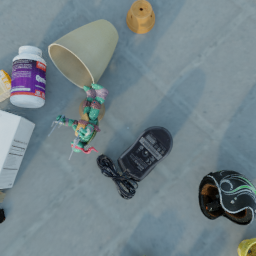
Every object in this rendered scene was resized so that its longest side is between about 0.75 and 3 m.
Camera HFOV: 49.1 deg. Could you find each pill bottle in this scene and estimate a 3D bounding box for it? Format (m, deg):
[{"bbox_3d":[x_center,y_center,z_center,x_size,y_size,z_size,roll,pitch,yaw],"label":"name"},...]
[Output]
[{"bbox_3d":[-3.572,-1.824,10.116,1.167,1.167,2.075,0,81,0],"label":"pill bottle"}]

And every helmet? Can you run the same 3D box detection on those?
[{"bbox_3d":[3.361,2.270,9.189,1.689,1.772,1.772,5,80,-17],"label":"helmet"}]

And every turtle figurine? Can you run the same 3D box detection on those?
[{"bbox_3d":[-1.550,-0.168,9.394,1.951,1.312,2.607,11,74,42],"label":"turtle figurine"}]

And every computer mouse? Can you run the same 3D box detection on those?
[{"bbox_3d":[0.398,1.002,9.956,2.737,0.721,1.895,-41,83,5],"label":"computer mouse"}]

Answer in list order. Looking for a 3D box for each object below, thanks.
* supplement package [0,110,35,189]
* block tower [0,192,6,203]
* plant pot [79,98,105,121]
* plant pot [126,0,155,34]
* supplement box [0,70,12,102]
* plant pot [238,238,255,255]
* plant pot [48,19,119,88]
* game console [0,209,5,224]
[{"bbox_3d":[-4.474,0.674,9.556,1.483,1.465,2.447,17,81,3],"label":"supplement package"},{"bbox_3d":[-5.207,2.175,9.697,1.777,0.514,0.480,21,88,10],"label":"block tower"},{"bbox_3d":[-1.336,-0.696,10.297,0.987,0.456,0.987,0,81,-1],"label":"plant pot"},{"bbox_3d":[0.492,-4.333,10.719,1.142,0.800,1.142,0,80,1],"label":"plant pot"},{"bbox_3d":[-4.952,-1.411,10.380,1.372,0.504,0.865,-32,81,-5],"label":"supplement box"},{"bbox_3d":[4.171,4.159,9.177,1.150,1.082,1.150,0,80,1],"label":"plant pot"},{"bbox_3d":[-1.350,-2.843,10.040,2.006,2.006,2.142,36,69,6],"label":"plant pot"},{"bbox_3d":[-4.823,2.800,9.873,0.754,0.154,1.278,-17,81,-3],"label":"game console"}]
